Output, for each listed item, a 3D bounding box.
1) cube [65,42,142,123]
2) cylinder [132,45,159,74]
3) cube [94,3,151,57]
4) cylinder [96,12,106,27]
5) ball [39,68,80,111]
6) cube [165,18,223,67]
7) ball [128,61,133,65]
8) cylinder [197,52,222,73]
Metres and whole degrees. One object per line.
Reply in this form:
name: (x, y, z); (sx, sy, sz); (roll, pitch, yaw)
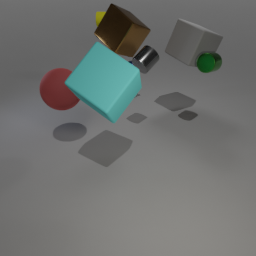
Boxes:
cube: (-0.604, -1.178, 7.679); (1.400, 1.400, 1.400); (36, -5, 10)
cylinder: (0.608, -2.361, 9.681); (0.700, 0.700, 0.700); (-48, 46, -11)
cube: (-0.228, -3.933, 11.459); (1.400, 1.400, 1.400); (48, 28, 19)
cylinder: (-1.184, -5.339, 13.763); (0.700, 0.700, 0.700); (2, 29, 4)
ball: (-2.222, -1.285, 9.344); (1.400, 1.400, 1.400); (0, 29, 0)
cube: (2.621, -3.354, 11.240); (1.400, 1.400, 1.400); (-4, 36, -43)
ball: (0.144, -2.781, 13.078); (0.700, 0.700, 0.700); (0, 29, 0)
cylinder: (2.938, -2.360, 10.103); (0.700, 0.700, 0.700); (21, 25, 32)
